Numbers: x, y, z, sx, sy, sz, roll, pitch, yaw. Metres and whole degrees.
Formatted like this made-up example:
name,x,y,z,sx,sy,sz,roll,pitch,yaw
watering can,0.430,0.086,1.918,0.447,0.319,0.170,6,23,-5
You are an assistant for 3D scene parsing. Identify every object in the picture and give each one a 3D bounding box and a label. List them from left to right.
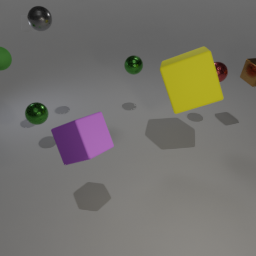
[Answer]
name,x,y,z,sx,sy,sz,roll,pitch,yaw
ball,-3.835,-2.066,8.331,0.700,0.700,0.700,0,32,0
ball,-2.826,-0.447,8.682,0.700,0.700,0.700,0,32,0
ball,-2.611,-3.240,8.304,0.700,0.700,0.700,0,32,0
cube,-0.816,0.184,5.077,0.700,0.700,0.700,-17,5,37
ball,0.211,-2.341,10.422,0.700,0.700,0.700,0,32,0
cube,1.827,-1.428,8.207,1.400,1.400,1.400,-17,17,15
ball,3.016,-1.884,9.484,0.700,0.700,0.700,0,32,0
cube,4.321,-1.866,9.331,0.700,0.700,0.700,-9,41,-18
